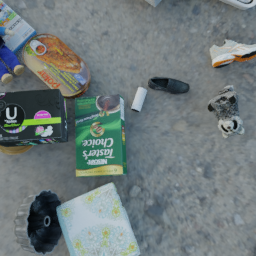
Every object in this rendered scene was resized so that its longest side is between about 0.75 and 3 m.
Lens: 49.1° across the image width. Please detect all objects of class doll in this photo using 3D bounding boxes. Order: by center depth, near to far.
[{"bbox_3d":[-4.793,-2.922,9.978,1.771,0.629,2.596,-39,91,-9],"label":"doll"}]

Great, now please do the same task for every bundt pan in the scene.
[{"bbox_3d":[-2.774,2.865,8.583,0.725,1.932,1.932,-8,79,18],"label":"bundt pan"}]

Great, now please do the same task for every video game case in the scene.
[{"bbox_3d":[-4.738,-3.771,10.558,2.131,0.190,1.525,42,83,7],"label":"video game case"}]

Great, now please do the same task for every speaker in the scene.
[{"bbox_3d":[0.394,-0.999,9.973,0.344,0.344,0.848,18,80,3],"label":"speaker"}]

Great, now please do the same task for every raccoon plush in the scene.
[{"bbox_3d":[3.537,-0.561,9.412,2.001,0.968,1.341,-38,106,-39],"label":"raccoon plush"}]

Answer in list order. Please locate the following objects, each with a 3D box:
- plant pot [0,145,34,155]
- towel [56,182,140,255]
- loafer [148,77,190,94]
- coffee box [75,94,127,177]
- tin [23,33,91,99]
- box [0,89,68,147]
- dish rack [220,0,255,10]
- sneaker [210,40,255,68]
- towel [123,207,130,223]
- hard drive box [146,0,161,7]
[{"bbox_3d":[-3.931,0.089,9.781,1.734,0.238,1.734,1,79,-5],"label":"plant pot"},{"bbox_3d":[-0.958,3.218,8.814,2.056,0.578,2.402,-23,77,0],"label":"towel"},{"bbox_3d":[1.464,-1.526,9.974,1.500,0.527,0.509,9,80,2],"label":"loafer"},{"bbox_3d":[-0.926,0.270,9.458,1.671,0.598,2.717,-4,80,12],"label":"coffee box"},{"bbox_3d":[-2.553,-2.208,10.111,2.759,0.578,1.545,43,78,7],"label":"tin"},{"bbox_3d":[-3.142,-0.283,9.122,2.154,1.339,1.600,-5,81,-4],"label":"box"},{"bbox_3d":[4.125,-6.009,10.742,2.491,0.632,2.902,27,81,4],"label":"dish rack"},{"bbox_3d":[3.913,-2.874,10.146,1.953,0.739,0.898,-14,76,-4],"label":"sneaker"},{"bbox_3d":[-0.486,3.443,9.166,1.235,0.347,1.442,-17,80,-2],"label":"towel"},{"bbox_3d":[0.679,-6.039,10.391,2.389,0.918,1.862,41,88,12],"label":"hard drive box"}]
